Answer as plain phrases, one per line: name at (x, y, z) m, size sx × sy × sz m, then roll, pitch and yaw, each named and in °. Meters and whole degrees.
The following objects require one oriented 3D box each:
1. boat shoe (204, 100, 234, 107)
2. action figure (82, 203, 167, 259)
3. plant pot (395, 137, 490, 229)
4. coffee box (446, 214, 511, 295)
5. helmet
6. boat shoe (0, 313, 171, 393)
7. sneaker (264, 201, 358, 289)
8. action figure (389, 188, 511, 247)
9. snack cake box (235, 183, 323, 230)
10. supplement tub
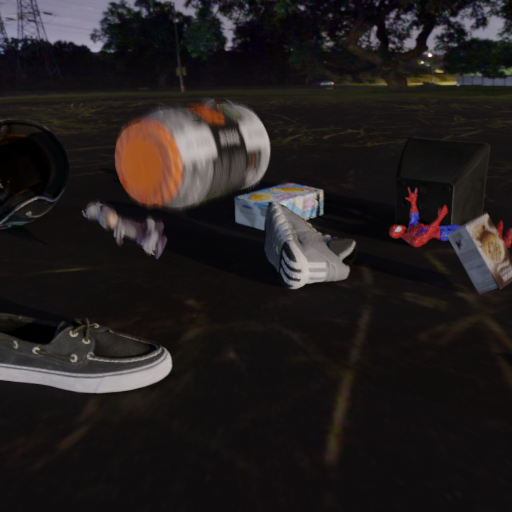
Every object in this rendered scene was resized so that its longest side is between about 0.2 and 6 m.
boat shoe at (-0.826, -3.052, 12.399) m, size 0.872 × 1.119 × 2.465 m, roll -1°, pitch 38°, yaw -11°
action figure at (-1.982, -0.429, 8.369) m, size 1.312 × 0.455 × 0.853 m, roll 23°, pitch 17°, yaw -34°
plant pot at (3.791, -1.359, 11.918) m, size 1.753 × 1.757 × 1.559 m, roll 13°, pitch 37°, yaw 30°
coffee box at (3.525, -0.018, 8.670) m, size 0.609 × 1.078 × 0.430 m, roll -26°, pitch -4°, yaw -31°
helmet at (-5.210, -1.716, 11.795) m, size 2.380 × 2.380 × 2.269 m, roll 5°, pitch 23°, yaw 12°
boat shoe at (-2.195, 1.075, 6.543) m, size 2.397 × 0.678 × 0.823 m, roll 2°, pitch 20°, yaw 5°
sneaker at (0.986, -0.185, 9.853) m, size 1.447 × 0.940 × 2.506 m, roll 1°, pitch 30°, yaw -11°
action figure at (3.744, -0.726, 10.905) m, size 2.281 × 1.129 × 0.744 m, roll -2°, pitch 20°, yaw 1°
snack cake box at (0.533, -1.121, 12.555) m, size 1.052 × 0.614 × 1.829 m, roll 17°, pitch 27°, yaw 41°
supplement tub at (-1.034, -1.719, 9.542) m, size 1.572 × 1.572 × 2.566 m, roll 12°, pitch 22°, yaw 30°
